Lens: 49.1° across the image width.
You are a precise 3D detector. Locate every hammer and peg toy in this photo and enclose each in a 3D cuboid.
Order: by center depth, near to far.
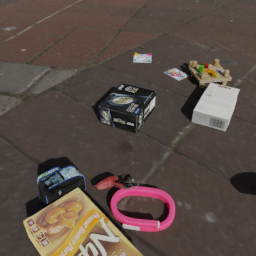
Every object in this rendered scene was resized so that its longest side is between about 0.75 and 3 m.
[{"bbox_3d":[3.849,-2.836,13.569,1.645,0.789,2.236,-6,39,-7],"label":"hammer and peg toy"}]

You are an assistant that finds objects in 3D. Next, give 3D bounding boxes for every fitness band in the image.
[{"bbox_3d":[0.400,2.169,7.691,1.776,0.332,1.275,6,39,5],"label":"fitness band"}]

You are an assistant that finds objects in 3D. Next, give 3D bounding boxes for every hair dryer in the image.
[{"bbox_3d":[-0.355,1.576,8.089,1.234,0.335,0.940,-11,1,-4],"label":"hair dryer"}]

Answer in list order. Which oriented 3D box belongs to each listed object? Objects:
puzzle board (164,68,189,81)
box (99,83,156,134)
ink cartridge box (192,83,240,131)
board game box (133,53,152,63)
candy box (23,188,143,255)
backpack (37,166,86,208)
[{"bbox_3d":[2.424,-2.698,13.965,0.785,0.091,1.042,-26,46,-28],"label":"puzzle board"},{"bbox_3d":[0.027,-0.835,11.029,1.589,0.836,1.940,17,42,21],"label":"box"},{"bbox_3d":[3.608,-0.930,11.342,1.342,0.620,2.463,18,41,21],"label":"ink cartridge box"},{"bbox_3d":[0.799,-3.876,15.406,0.987,0.128,0.987,3,38,4],"label":"board game box"},{"bbox_3d":[-1.013,2.813,6.510,1.605,0.769,2.781,-29,47,-32],"label":"candy box"},{"bbox_3d":[-1.854,1.616,7.756,1.224,1.121,0.900,-24,45,-33],"label":"backpack"}]
